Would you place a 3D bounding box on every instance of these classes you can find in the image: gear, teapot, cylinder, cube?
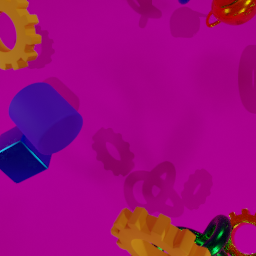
[{"bbox_3d":[2.330,2.154,5.438,1.104,0.204,1.104,-21,51,29],"label":"gear"},{"bbox_3d":[2.473,-2.761,6.135,1.725,0.845,1.073,-26,53,35],"label":"teapot"},{"bbox_3d":[-1.536,-0.182,5.280,0.998,0.998,0.998,-43,69,-10],"label":"cylinder"},{"bbox_3d":[0.403,1.572,3.666,1.324,1.324,0.245,33,53,8],"label":"gear"},{"bbox_3d":[-2.223,0.491,5.973,0.857,0.857,0.857,-26,31,13],"label":"cube"},{"bbox_3d":[-2.231,-1.774,5.148,1.369,0.253,1.369,10,115,22],"label":"gear"}]

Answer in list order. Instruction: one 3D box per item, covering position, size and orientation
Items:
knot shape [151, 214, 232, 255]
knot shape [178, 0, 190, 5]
[{"bbox_3d":[1.306,2.309,5.270,1.633,1.528,0.755,-30,46,10],"label":"knot shape"},{"bbox_3d":[1.337,-3.077,5.181,0.654,1.325,1.416,-22,119,-32],"label":"knot shape"}]
